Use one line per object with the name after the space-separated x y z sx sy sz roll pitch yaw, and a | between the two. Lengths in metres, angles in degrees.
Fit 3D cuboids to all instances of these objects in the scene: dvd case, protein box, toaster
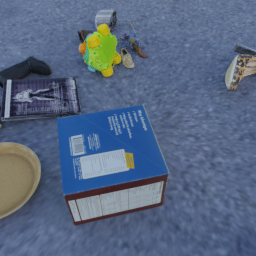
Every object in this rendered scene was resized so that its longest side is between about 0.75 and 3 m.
-3.287 -1.160 10.651 2.774 0.222 2.063 -5 50 -15 | dvd case
-0.501 0.960 7.945 2.568 1.733 2.550 -10 49 -9 | protein box
-1.122 -5.536 14.450 0.920 0.810 1.425 6 49 11 | toaster

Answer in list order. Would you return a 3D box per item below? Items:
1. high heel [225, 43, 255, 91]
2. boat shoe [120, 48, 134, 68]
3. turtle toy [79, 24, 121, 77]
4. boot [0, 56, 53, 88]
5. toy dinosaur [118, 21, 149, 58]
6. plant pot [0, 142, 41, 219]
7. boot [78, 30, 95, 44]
5.203 -2.271 11.483 2.075 1.040 2.912 24 57 5 | high heel
-0.057 -3.128 12.539 0.436 0.393 1.209 -14 49 -12 | boat shoe
-1.206 -3.424 12.079 1.273 1.836 2.519 -1 43 29 | turtle toy
-4.315 -2.207 11.529 1.592 0.634 1.932 27 49 34 | boot
0.153 -4.066 13.396 0.952 1.813 1.645 -29 19 13 | toy dinosaur
-3.929 1.577 8.329 2.702 0.371 2.702 1 48 -1 | plant pot
-1.816 -4.295 13.426 0.845 0.651 1.743 -17 48 -12 | boot
